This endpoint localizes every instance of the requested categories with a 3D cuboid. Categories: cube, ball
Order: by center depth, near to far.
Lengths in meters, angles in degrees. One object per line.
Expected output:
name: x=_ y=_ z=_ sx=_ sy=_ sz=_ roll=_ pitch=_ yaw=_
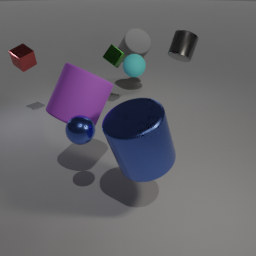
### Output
ball: x=-1.118 y=0.045 z=6.589 sx=0.700 sy=0.700 sz=0.700 roll=0 pitch=28 yaw=0
ball: x=0.189 y=-1.918 z=8.616 sx=0.700 sy=0.700 sz=0.700 roll=0 pitch=28 yaw=0
cube: x=-4.215 y=-2.829 z=11.265 sx=0.700 sy=0.700 sz=0.700 roll=36 pitch=59 yaw=21
cube: x=-0.600 y=-3.201 z=12.530 sx=0.700 sy=0.700 sz=0.700 roll=37 pitch=9 yaw=4

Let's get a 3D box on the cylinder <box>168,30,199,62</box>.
cylinder: x=1.587 y=-2.357 z=8.090 sx=0.700 sy=0.700 sz=0.700 roll=19 pitch=2 yaw=-1

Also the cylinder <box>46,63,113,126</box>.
cylinder: x=-1.304 y=-0.834 z=7.597 sx=1.400 sy=1.400 sz=1.400 roll=25 pitch=5 yaw=-2

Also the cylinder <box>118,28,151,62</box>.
cylinder: x=0.300 y=-4.138 z=14.401 sx=1.400 sy=1.400 sz=1.400 roll=-12 pitch=-8 yaw=-20

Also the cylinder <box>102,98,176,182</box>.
cylinder: x=0.281 y=0.263 z=6.400 sx=1.400 sy=1.400 sz=1.400 roll=-13 pitch=38 yaw=10
